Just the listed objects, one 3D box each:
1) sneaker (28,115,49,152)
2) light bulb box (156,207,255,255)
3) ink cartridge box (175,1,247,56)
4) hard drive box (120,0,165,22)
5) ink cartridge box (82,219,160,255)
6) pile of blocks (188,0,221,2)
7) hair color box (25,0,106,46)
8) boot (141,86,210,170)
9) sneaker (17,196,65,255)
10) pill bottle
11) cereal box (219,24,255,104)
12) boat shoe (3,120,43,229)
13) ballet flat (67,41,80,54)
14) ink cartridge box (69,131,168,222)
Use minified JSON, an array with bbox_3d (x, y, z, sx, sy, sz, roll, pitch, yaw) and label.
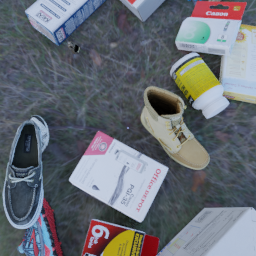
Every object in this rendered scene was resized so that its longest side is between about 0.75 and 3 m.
[{"bbox_3d":[-2.841,0.498,8.185,0.767,0.888,2.027,0,70,3],"label":"sneaker"},{"bbox_3d":[1.809,3.326,6.175,2.824,2.849,1.778,-40,79,-12],"label":"light bulb box"},{"bbox_3d":[2.821,-3.565,9.432,1.800,0.560,2.237,15,74,25],"label":"ink cartridge box"},{"bbox_3d":[0.705,-5.423,9.664,2.614,1.004,2.037,-45,76,8],"label":"hard drive box"},{"bbox_3d":[-0.272,3.657,7.122,1.924,0.919,2.192,13,72,3],"label":"ink cartridge box"},{"bbox_3d":[2.864,-5.227,10.066,2.896,0.900,1.189,-4,72,-1],"label":"pile of blocks"},{"bbox_3d":[-2.080,-4.314,9.806,1.334,0.807,2.668,39,76,12],"label":"hair color box"},{"bbox_3d":[1.364,0.045,7.752,0.919,1.963,2.526,-41,76,-11],"label":"boot"},{"bbox_3d":[-2.461,2.865,7.405,1.087,0.902,2.275,-18,72,-4],"label":"sneaker"},{"bbox_3d":[2.227,-1.282,8.671,1.069,1.069,1.901,-29,74,-9],"label":"pill bottle"},{"bbox_3d":[4.071,-2.125,9.231,1.925,0.529,2.676,11,72,4],"label":"cereal box"},{"bbox_3d":[-2.627,1.088,6.942,0.977,0.961,2.709,-1,75,-12],"label":"boat shoe"},{"bbox_3d":[-1.735,-2.621,9.141,0.230,0.994,0.335,9,93,6],"label":"ballet flat"},{"bbox_3d":[-0.218,1.357,7.865,2.251,0.932,1.649,27,73,9],"label":"ink cartridge box"}]
